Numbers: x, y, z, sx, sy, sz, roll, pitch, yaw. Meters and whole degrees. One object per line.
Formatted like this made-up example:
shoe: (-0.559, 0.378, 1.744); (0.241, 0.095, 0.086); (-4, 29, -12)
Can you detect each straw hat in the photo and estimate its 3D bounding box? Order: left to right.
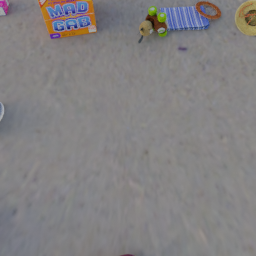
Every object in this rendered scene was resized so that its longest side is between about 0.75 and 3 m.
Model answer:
straw hat: (4.807, -4.208, 10.733); (1.326, 1.326, 0.561); (31, 24, 16)

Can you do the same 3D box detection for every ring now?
ring: (3.225, -4.737, 11.178); (1.100, 0.106, 1.100); (6, 58, -10)

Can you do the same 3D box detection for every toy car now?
toy car: (0.795, -3.641, 10.292); (1.172, 0.963, 0.925); (-44, 70, -10)

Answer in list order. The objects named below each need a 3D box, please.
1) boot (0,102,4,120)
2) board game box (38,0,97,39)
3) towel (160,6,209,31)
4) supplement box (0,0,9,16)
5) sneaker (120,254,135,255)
boot: (-4.254, -0.381, 8.690); (0.462, 0.574, 1.271); (2, 62, 1)
board game box: (-2.241, -4.691, 10.313); (1.794, 1.794, 1.795); (-11, 62, -4)
towel: (2.226, -4.367, 11.049); (1.777, 0.212, 1.287); (-3, 61, -2)
supplement box: (-5.093, -4.925, 11.240); (0.397, 0.406, 0.786); (-3, 60, -1)
sneaker: (-0.610, 3.533, 6.397); (1.989, 0.896, 0.745); (-26, 65, -13)
